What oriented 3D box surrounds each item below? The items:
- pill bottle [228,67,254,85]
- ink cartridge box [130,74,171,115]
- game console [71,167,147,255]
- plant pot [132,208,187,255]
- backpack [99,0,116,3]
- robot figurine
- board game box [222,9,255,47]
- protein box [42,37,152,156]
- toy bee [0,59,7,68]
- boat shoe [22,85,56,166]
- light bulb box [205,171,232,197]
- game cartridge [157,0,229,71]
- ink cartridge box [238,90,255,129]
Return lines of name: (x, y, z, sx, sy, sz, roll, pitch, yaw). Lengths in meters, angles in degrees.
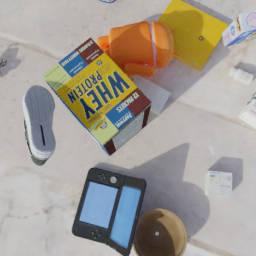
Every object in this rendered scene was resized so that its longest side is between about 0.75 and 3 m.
pill bottle: (3.976, -1.852, 9.876, 0.760, 0.434, 0.434, 25, 79, 5)
ink cartridge box: (0.643, -1.195, 9.767, 1.526, 0.384, 0.831, 31, 80, 8)
game console: (-0.621, 2.433, 8.502, 1.906, 1.321, 2.233, 14, 77, 2)
plant pot: (0.919, 3.307, 8.589, 1.673, 0.772, 1.673, 0, 77, -1)
backpack: (-0.788, -5.221, 10.319, 1.251, 0.964, 1.191, 16, 66, 2)
robot figurine: (0.343, -2.649, 9.392, 2.710, 1.949, 1.580, -7, 115, 5)
board game box: (3.731, -2.723, 7.088, 2.225, 2.231, 0.459, -14, 96, 11)
protein box: (-0.827, -0.746, 8.532, 1.736, 2.574, 2.555, -41, 81, -8)
toy bee: (-5.223, -2.017, 9.659, 1.134, 0.941, 1.732, 11, 62, 48)
boat shoe: (-2.241, -0.097, 6.812, 0.786, 0.773, 2.181, 12, 47, -30)
light bulb box: (2.921, 1.810, 9.058, 0.764, 0.481, 0.770, 6, 78, 1)
game cartridge: (2.167, -3.474, 10.292, 2.327, 0.378, 2.052, 32, 80, 9)
ink cartridge box: (4.687, -0.734, 9.533, 1.081, 0.630, 1.493, 36, 80, 7)
